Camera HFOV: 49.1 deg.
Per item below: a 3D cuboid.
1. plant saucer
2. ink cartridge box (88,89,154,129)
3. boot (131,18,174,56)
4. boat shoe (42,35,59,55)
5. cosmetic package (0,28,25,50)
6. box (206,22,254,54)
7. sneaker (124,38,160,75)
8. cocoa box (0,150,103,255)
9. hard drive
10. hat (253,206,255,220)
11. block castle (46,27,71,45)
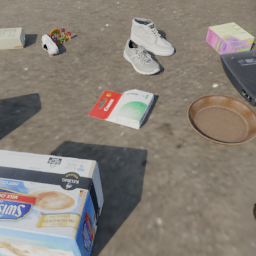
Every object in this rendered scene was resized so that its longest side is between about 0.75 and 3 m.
[{"bbox_3d":[2.905,-0.211,8.679,2.174,0.398,2.174,0,47,0],"label":"plant saucer"},{"bbox_3d":[-0.218,-0.773,9.201,1.791,0.448,1.441,17,49,13],"label":"ink cartridge box"},{"bbox_3d":[0.986,-3.839,11.640,2.185,1.044,0.803,30,54,25],"label":"boot"},{"bbox_3d":[-3.362,-3.443,11.695,0.445,0.488,1.356,-28,57,-21],"label":"boat shoe"},{"bbox_3d":[-5.252,-3.769,11.885,1.573,0.559,0.827,-4,51,-4],"label":"cosmetic package"},{"bbox_3d":[4.237,-3.712,11.765,1.263,0.694,1.436,-16,48,-14],"label":"box"},{"bbox_3d":[0.460,-2.742,10.763,0.746,0.818,1.996,-29,53,-25],"label":"sneaker"},{"bbox_3d":[-1.994,1.707,5.941,2.594,1.730,1.702,6,47,6],"label":"cocoa box"},{"bbox_3d":[4.577,-1.836,10.082,1.815,0.570,2.691,-9,47,-8],"label":"hard drive"},{"bbox_3d":[3.353,2.082,6.566,0.852,0.344,0.852,-6,47,6],"label":"hat"},{"bbox_3d":[-3.026,-4.025,12.224,0.973,0.456,0.650,-36,56,-29],"label":"block castle"}]
